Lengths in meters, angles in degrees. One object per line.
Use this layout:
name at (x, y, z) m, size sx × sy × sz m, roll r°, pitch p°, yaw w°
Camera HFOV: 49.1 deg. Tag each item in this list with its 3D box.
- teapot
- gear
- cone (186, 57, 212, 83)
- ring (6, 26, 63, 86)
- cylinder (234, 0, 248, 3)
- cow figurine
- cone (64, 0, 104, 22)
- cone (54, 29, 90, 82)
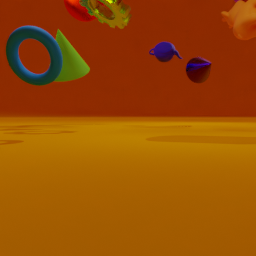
teapot at (1.392, -2.765, 10.378) m, size 1.268 × 0.788 × 0.621 m, roll 10°, pitch -29°, yaw 16°
gear at (-0.564, -2.889, 6.602) m, size 1.357 × 0.251 × 1.357 m, roll 28°, pitch -6°, yaw 3°
cone at (2.728, -2.177, 10.008) m, size 0.989 × 0.989 × 0.993 m, roll -1°, pitch -2°, yaw -13°
ring at (-3.075, -2.322, 9.169) m, size 1.947 × 1.947 × 0.389 m, roll 1°, pitch 27°, yaw 13°
cylinder at (2.432, -3.032, 4.932) m, size 1.235 × 1.235 × 1.235 m, roll -17°, pitch -2°, yaw 14°
cow figurine at (1.923, -1.792, 4.688) m, size 0.514 × 0.937 × 0.922 m, roll 35°, pitch -24°, yaw -19°
cone at (-1.430, -3.676, 8.180) m, size 1.139 × 1.139 × 1.143 m, roll -1°, pitch 16°, yaw -25°
cone at (-2.369, -2.801, 10.319) m, size 1.638 × 1.644 × 1.638 m, roll -5°, pitch 33°, yaw 4°
